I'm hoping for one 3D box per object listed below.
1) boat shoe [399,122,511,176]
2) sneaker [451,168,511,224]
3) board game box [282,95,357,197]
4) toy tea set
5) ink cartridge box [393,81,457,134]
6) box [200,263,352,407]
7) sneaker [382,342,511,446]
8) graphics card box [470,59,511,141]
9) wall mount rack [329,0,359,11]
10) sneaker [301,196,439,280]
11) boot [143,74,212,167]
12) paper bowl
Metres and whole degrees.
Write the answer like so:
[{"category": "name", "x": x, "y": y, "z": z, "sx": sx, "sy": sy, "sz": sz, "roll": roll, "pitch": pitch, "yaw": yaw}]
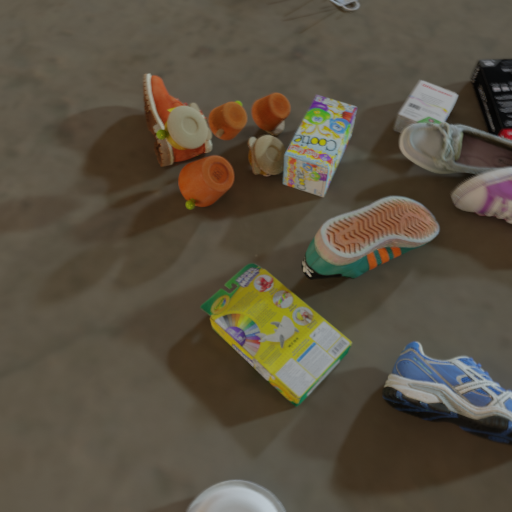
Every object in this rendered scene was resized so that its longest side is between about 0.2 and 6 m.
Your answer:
[{"category": "boat shoe", "x": 3.993, "y": -1.953, "z": 10.428, "sx": 2.585, "sy": 0.829, "sz": 0.953, "roll": 18, "pitch": 81, "yaw": 1}, {"category": "sneaker", "x": 4.836, "y": -0.757, "z": 9.897, "sx": 2.527, "sy": 0.916, "sz": 1.441, "roll": -3, "pitch": 62, "yaw": -2}, {"category": "board game box", "x": 1.213, "y": -2.108, "z": 10.714, "sx": 0.861, "sy": 0.877, "sz": 1.672, "roll": 20, "pitch": 61, "yaw": 12}, {"category": "toy tea set", "x": -0.496, "y": -2.065, "z": 10.656, "sx": 3.000, "sy": 1.110, "sz": 1.784, "roll": -24, "pitch": 94, "yaw": -34}, {"category": "ink cartridge box", "x": 3.456, "y": -2.927, "z": 11.433, "sx": 0.836, "sy": 0.485, "sz": 1.155, "roll": 28, "pitch": 64, "yaw": 16}, {"category": "box", "x": 0.261, "y": 1.176, "z": 8.931, "sx": 2.191, "sy": 0.530, "sz": 1.285, "roll": 41, "pitch": 67, "yaw": 20}, {"category": "sneaker", "x": 3.224, "y": 2.028, "z": 8.126, "sx": 2.603, "sy": 0.986, "sz": 1.003, "roll": 18, "pitch": 64, "yaw": 9}, {"category": "graphics card box", "x": 5.411, "y": -3.070, "z": 11.469, "sx": 1.446, "sy": 0.586, "sz": 2.304, "roll": -3, "pitch": 60, "yaw": -1}, {"category": "wall mount rack", "x": 1.927, "y": -6.438, "z": 13.591, "sx": 1.103, "sy": 0.473, "sz": 1.269, "roll": -24, "pitch": 61, "yaw": -14}, {"category": "sneaker", "x": 1.913, "y": -0.261, "z": 9.590, "sx": 2.758, "sy": 1.102, "sz": 0.984, "roll": -13, "pitch": 67, "yaw": -32}, {"category": "boot", "x": -1.625, "y": -2.809, "z": 11.256, "sx": 1.166, "sy": 0.816, "sz": 2.175, "roll": -15, "pitch": 67, "yaw": -14}, {"category": "paper bowl", "x": -0.270, "y": 3.690, "z": 7.252, "sx": 1.474, "sy": 0.767, "sz": 1.474, "roll": 0, "pitch": 60, "yaw": 0}]
